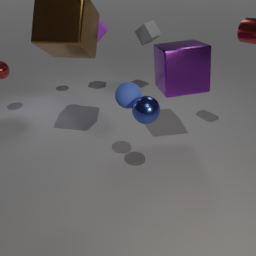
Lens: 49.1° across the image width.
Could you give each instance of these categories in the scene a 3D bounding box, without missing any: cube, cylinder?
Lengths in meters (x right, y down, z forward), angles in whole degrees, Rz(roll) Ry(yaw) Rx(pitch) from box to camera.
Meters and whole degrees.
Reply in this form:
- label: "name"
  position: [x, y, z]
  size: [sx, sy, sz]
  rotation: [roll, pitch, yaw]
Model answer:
- label: "cube"
  position: [1.655, -1.894, 8.758]
  size: [1.400, 1.400, 1.400]
  rotation: [-8, 25, -5]
- label: "cube"
  position: [-1.328, -4.174, 11.876]
  size: [0.700, 0.700, 0.700]
  rotation: [39, 22, -17]
- label: "cube"
  position: [0.875, -4.148, 12.217]
  size: [0.700, 0.700, 0.700]
  rotation: [-33, 7, -38]
- label: "cylinder"
  position: [3.686, -2.812, 8.143]
  size: [0.700, 0.700, 0.700]
  rotation: [-19, 32, -29]
- label: "cube"
  position: [-1.714, -2.856, 7.919]
  size: [1.400, 1.400, 1.400]
  rotation: [5, -1, 11]

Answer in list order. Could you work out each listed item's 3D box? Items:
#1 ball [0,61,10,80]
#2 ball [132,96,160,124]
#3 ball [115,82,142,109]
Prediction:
- label: "ball"
  position: [-4.881, -2.201, 10.660]
  size: [0.700, 0.700, 0.700]
  rotation: [0, 30, 0]
- label: "ball"
  position: [0.447, -0.440, 6.903]
  size: [0.700, 0.700, 0.700]
  rotation: [0, 30, 0]
- label: "ball"
  position: [0.013, -0.856, 7.350]
  size: [0.700, 0.700, 0.700]
  rotation: [0, 30, 0]
